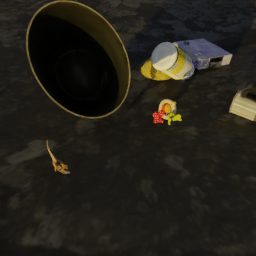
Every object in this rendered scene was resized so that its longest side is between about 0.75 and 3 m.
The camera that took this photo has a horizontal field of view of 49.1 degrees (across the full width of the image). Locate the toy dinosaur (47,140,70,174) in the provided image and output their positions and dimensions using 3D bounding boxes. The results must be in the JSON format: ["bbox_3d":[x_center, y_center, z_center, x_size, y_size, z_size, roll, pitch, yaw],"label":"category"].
[{"bbox_3d":[-1.604,0.761,6.265,0.282,0.933,0.495,-36,30,-19],"label":"toy dinosaur"}]

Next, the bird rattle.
[{"bbox_3d":[1.093,-0.452,7.828,0.494,0.715,0.877,-2,12,-35],"label":"bird rattle"}]

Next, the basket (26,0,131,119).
[{"bbox_3d":[-1.253,-1.469,7.292,1.975,2.618,2.904,-32,7,-8],"label":"basket"}]

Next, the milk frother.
[{"bbox_3d":[3.709,-0.819,7.824,1.202,1.153,1.278,27,40,24],"label":"milk frother"}]

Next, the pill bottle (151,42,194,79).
[{"bbox_3d":[1.541,-2.124,9.190,0.908,0.908,1.622,39,17,34],"label":"pill bottle"}]

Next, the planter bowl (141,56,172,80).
[{"bbox_3d":[1.131,-2.300,10.095,1.303,0.543,1.303,1,44,-1],"label":"planter bowl"}]

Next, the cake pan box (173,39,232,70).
[{"bbox_3d":[2.781,-2.822,10.554,1.591,0.452,1.727,-17,44,-27],"label":"cake pan box"}]
